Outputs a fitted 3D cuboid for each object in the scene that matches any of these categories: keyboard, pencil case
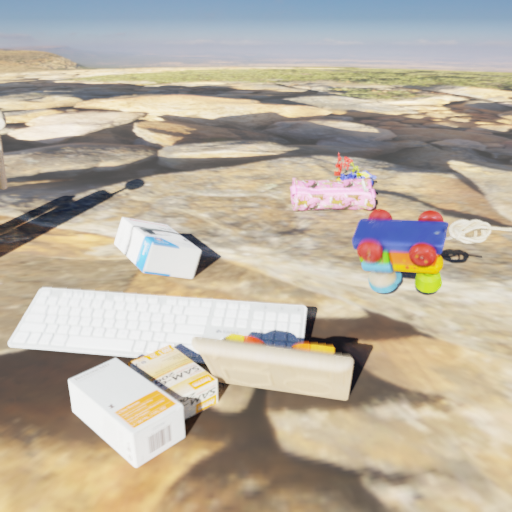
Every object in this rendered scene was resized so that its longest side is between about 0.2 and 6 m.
[{"bbox_3d":[-1.272,0.934,7.369,3.803,0.203,1.070,3,36,8],"label":"keyboard"},{"bbox_3d":[1.656,-1.352,12.297,1.856,0.803,0.768,-1,43,0],"label":"pencil case"}]

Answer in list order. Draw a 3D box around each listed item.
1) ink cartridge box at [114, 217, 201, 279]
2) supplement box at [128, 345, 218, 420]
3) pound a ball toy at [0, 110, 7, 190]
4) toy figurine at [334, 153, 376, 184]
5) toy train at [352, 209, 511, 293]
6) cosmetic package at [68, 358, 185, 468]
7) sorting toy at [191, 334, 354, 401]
[{"bbox_3d":[-1.669,-0.143,9.373,0.940,0.547,1.300,9,15,-39],"label":"ink cartridge box"},{"bbox_3d":[-0.951,1.434,6.359,0.600,0.350,0.951,-20,31,-38],"label":"supplement box"},{"bbox_3d":[-4.918,-1.126,9.485,1.684,2.583,1.097,-13,26,-30],"label":"pound a ball toy"},{"bbox_3d":[2.615,-1.997,13.858,0.903,0.795,1.507,-1,24,-15],"label":"toy figurine"},{"bbox_3d":[2.393,0.051,7.669,1.983,1.147,0.839,4,45,26],"label":"toy train"},{"bbox_3d":[-1.374,1.598,5.877,1.239,0.442,0.629,20,30,40],"label":"cosmetic package"},{"bbox_3d":[0.221,1.145,5.832,1.527,1.650,0.301,6,67,10],"label":"sorting toy"}]
